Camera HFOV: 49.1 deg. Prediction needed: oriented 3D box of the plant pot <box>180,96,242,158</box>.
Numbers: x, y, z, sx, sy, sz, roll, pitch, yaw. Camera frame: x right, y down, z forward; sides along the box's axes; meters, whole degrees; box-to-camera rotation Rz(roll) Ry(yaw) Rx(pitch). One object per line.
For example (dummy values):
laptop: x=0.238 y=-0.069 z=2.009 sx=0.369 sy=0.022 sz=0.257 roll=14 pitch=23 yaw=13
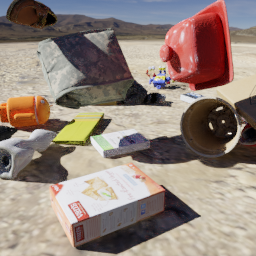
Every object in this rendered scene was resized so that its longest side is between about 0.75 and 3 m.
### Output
plant pot: x=2.832 y=-0.117 z=8.890 sx=1.812 sy=1.812 sz=1.658 roll=15 pitch=15 yaw=33

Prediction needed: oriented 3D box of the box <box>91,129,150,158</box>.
box: x=-0.261 y=0.462 z=9.071 sx=1.608 sy=0.292 sz=1.161 roll=-9 pitch=23 yaw=-24

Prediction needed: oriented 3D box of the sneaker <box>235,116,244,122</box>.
sneaker: x=4.312 y=-0.418 z=11.280 sx=0.340 sy=0.284 sz=0.768 roll=-19 pitch=38 yaw=-39

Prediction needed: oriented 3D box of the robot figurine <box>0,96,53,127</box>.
robot figurine: x=-3.846 y=-0.657 z=10.688 sx=1.958 sy=1.142 sz=1.409 roll=-5 pitch=-15 yaw=-11

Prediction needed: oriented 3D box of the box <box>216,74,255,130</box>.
box: x=4.242 y=-0.757 z=7.880 sx=2.333 sy=0.304 sz=2.854 roll=-18 pitch=38 yaw=-4

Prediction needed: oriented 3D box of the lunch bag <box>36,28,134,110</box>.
lunch bag: x=-1.391 y=-1.794 z=8.716 sx=2.522 sy=1.483 sz=2.069 roll=-13 pitch=70 yaw=-23

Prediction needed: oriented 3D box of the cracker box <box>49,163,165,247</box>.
cracker box: x=-0.454 y=1.511 z=6.010 sx=2.095 sy=0.604 sz=1.403 roll=-13 pitch=25 yaw=-28

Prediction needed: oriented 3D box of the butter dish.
butter dish: x=1.446 y=-1.856 z=6.822 sx=1.414 sy=1.913 sz=1.908 roll=-9 pitch=4 yaw=-18

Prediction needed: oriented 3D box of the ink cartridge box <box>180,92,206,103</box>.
ink cartridge box: x=3.408 y=-1.351 z=13.515 sx=0.855 sy=0.337 sz=1.720 roll=-12 pitch=26 yaw=-29

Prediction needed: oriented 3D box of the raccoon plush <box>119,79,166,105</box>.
raccoon plush: x=0.503 y=-2.170 z=13.580 sx=2.650 sy=1.775 sz=1.282 roll=-5 pitch=22 yaw=-11

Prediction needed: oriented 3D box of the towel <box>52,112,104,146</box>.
towel: x=-1.748 y=-0.023 z=10.401 sx=1.172 sy=0.246 sz=2.724 roll=-1 pitch=22 yaw=11

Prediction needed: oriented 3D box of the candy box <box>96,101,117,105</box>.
candy box: x=-1.441 y=-1.504 z=13.626 sx=1.842 sy=0.520 sz=1.075 roll=2 pitch=21 yaw=1

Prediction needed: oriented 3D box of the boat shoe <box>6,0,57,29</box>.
boat shoe: x=-2.648 y=-3.271 z=8.044 sx=0.710 sy=0.751 sz=2.088 roll=32 pitch=27 yaw=-4

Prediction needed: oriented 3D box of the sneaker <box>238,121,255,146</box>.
sneaker: x=4.378 y=-0.180 z=9.703 sx=1.575 sy=0.998 sz=2.801 roll=2 pitch=24 yaw=-5

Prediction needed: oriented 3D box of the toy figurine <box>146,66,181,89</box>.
toy figurine: x=2.139 y=-2.704 z=16.523 sx=2.439 sy=1.286 sz=1.461 roll=5 pitch=51 yaw=20

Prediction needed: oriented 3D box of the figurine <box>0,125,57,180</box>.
figurine: x=-3.552 y=0.465 z=8.273 sx=2.387 sy=1.027 sz=2.329 roll=5 pitch=18 yaw=11
